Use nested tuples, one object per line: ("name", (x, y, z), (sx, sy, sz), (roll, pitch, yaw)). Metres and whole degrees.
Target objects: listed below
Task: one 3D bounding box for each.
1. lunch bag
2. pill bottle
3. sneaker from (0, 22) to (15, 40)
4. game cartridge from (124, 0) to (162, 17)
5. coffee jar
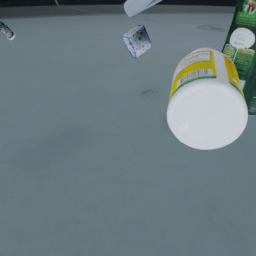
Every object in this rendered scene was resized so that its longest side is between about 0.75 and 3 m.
("lunch bag", (0.350, -3.142, 10.258), (0.824, 0.970, 0.600), (-40, 36, -8))
("pill bottle", (1.165, -0.580, 4.251), (1.019, 1.019, 1.807), (6, 34, 10))
("sneaker", (-3.832, -3.042, 8.720), (0.755, 0.285, 0.430), (47, 9, 30))
("game cartridge", (0.860, -2.888, 5.537), (1.943, 0.404, 1.294), (-34, 18, -13))
("coffee jar", (2.472, -1.642, 5.145), (1.416, 2.716, 1.159), (-2, 26, -29))
